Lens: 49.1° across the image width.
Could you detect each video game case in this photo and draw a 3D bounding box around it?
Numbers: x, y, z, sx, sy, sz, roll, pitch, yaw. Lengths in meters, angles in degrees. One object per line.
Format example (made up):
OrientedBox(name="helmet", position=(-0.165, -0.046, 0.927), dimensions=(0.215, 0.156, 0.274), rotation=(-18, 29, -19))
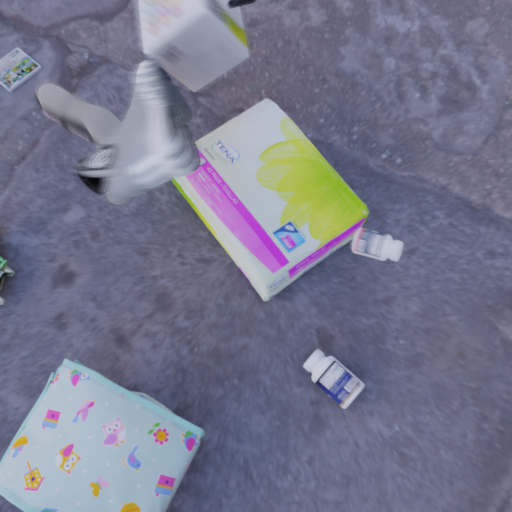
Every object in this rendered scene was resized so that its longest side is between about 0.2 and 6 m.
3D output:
OrientedBox(name="video game case", position=(-5.632, -4.336, 13.031), dimensions=(0.858, 0.104, 0.941), rotation=(40, 72, 14))

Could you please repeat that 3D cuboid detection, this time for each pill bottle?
OrientedBox(name="pill bottle", position=(1.380, 2.196, 10.129), dimensions=(1.055, 0.586, 0.586), rotation=(41, 74, 15))
OrientedBox(name="pill bottle", position=(2.151, -0.178, 9.914), dimensions=(0.801, 0.479, 0.479), rotation=(17, 68, 24))

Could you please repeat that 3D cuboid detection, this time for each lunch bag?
OrientedBox(name="lunch bag", position=(-2.556, 3.249, 9.131), dimensions=(2.762, 1.684, 2.353), rotation=(26, 71, 4))

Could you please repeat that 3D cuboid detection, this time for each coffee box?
OrientedBox(name="coffee box", position=(-1.125, -4.103, 10.072), dimensions=(1.358, 1.360, 1.345), rotation=(-23, 62, 27))

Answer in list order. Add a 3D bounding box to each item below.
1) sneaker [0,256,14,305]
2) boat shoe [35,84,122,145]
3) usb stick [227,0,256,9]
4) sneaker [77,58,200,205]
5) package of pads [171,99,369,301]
OrientedBox(name="sneaker", position=(-5.134, 0.209, 10.960), dimensions=(0.821, 0.712, 1.853), rotation=(1, 75, -9))
OrientedBox(name="boat shoe", position=(-3.200, -2.530, 10.468), dimensions=(1.871, 0.533, 0.625), rotation=(31, 72, -19))
OrientedBox(name="usb stick", position=(-0.240, -4.329, 9.529), dimensions=(0.236, 0.139, 0.851), rotation=(-5, 25, 27))
OrientedBox(name="sneaker", position=(-1.972, -1.858, 8.630), dimensions=(1.841, 1.196, 3.187), rotation=(-31, 34, 11))
OrientedBox(name="package of pads", position=(0.241, -1.248, 11.196), dimensions=(2.670, 1.179, 3.456), rotation=(-35, 72, -13))
